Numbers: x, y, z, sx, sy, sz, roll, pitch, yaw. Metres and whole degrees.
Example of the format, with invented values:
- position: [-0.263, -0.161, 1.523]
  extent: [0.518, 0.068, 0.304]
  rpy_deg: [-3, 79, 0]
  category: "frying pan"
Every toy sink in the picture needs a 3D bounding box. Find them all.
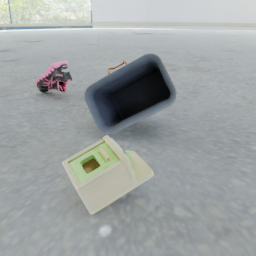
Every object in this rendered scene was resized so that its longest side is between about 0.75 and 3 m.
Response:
- position: [-0.363, 0.724, 5.113]
  extent: [1.368, 0.767, 0.892]
  rpy_deg: [-29, 36, -13]
  category: "toy sink"

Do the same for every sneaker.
- position: [-2.868, -1.756, 10.971]
  extent: [0.845, 1.020, 2.138]
  rpy_deg: [-30, 2, -43]
  category: "sneaker"

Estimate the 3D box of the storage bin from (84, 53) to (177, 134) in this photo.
- position: [0.146, -1.013, 7.963]
  extent: [2.306, 1.678, 1.549]
  rpy_deg: [-26, -1, 15]
  category: "storage bin"
